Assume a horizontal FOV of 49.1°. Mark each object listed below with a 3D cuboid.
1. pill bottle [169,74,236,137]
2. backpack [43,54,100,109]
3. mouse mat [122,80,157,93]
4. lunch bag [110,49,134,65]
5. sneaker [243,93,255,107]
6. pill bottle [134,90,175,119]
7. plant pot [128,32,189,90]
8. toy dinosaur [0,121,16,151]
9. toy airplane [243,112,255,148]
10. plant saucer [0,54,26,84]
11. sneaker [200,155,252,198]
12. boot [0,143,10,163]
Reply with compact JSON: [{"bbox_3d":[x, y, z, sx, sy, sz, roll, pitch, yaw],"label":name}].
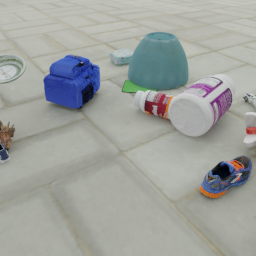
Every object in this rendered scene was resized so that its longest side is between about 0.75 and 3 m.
[{"bbox_3d":[2.811,-0.961,10.110,1.562,1.562,2.783,25,42,31],"label":"pill bottle"},{"bbox_3d":[-2.078,-2.025,11.432,1.787,1.846,2.199,20,36,15],"label":"backpack"},{"bbox_3d":[0.568,-1.881,12.737,1.579,0.059,1.271,6,35,6],"label":"mouse mat"},{"bbox_3d":[-0.276,-3.815,15.092,1.344,0.518,1.078,-17,41,-22],"label":"lunch bag"},{"bbox_3d":[4.995,-1.129,11.363,0.640,0.392,0.983,10,37,17],"label":"sneaker"},{"bbox_3d":[1.045,-0.935,10.666,1.530,0.865,0.865,17,38,22],"label":"pill bottle"},{"bbox_3d":[1.464,-3.319,13.094,2.925,1.970,2.925,1,34,0],"label":"plant pot"},{"bbox_3d":[-4.320,-0.102,9.094,0.766,1.785,1.210,-51,14,-20],"label":"toy dinosaur"},{"bbox_3d":[4.983,-0.043,8.326,2.943,2.086,2.956,-8,36,-10],"label":"toy airplane"},{"bbox_3d":[-4.044,-1.869,9.240,1.405,0.353,1.405,1,54,-1],"label":"plant saucer"},{"bbox_3d":[2.796,1.216,7.682,1.915,0.751,0.721,-25,43,-31],"label":"sneaker"},{"bbox_3d":[-4.051,0.617,8.760,1.098,0.496,0.399,29,44,35],"label":"boot"}]
